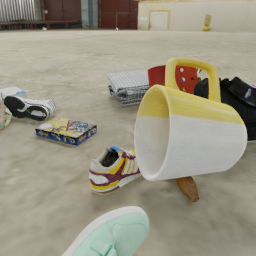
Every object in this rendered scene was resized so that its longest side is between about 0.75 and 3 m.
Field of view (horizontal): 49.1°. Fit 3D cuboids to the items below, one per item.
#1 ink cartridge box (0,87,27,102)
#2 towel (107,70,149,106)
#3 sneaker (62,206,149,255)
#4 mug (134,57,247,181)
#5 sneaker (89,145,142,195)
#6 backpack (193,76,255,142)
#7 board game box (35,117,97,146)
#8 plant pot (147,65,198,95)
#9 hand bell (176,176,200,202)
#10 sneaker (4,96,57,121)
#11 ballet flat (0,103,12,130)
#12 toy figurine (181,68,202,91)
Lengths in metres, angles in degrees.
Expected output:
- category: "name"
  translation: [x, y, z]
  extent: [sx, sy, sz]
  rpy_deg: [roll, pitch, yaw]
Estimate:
- category: "ink cartridge box"
  translation: [-5.580, -1.549, 13.497]
  extent: [0.917, 0.529, 1.264]
  rpy_deg: [-20, 31, -37]
- category: "towel"
  translation: [0.438, -1.911, 13.628]
  extent: [2.647, 1.133, 2.192]
  rpy_deg: [-9, 31, -16]
- category: "sneaker"
  translation: [-0.350, 2.436, 3.959]
  extent: [3.006, 1.106, 1.773]
  rpy_deg: [-31, 32, -34]
- category: "mug"
  translation: [1.610, -0.045, 6.664]
  extent: [2.245, 2.735, 2.190]
  rpy_deg: [5, 28, -17]
- category: "sneaker"
  translation: [-0.102, 0.864, 7.554]
  extent: [0.858, 1.032, 2.291]
  rpy_deg: [17, 29, 32]
- category: "backpack"
  translation: [3.604, -0.583, 9.372]
  extent: [2.944, 2.457, 1.863]
  rpy_deg: [-2, 20, -18]
- category: "board game box"
  translation: [-2.225, 0.081, 10.158]
  extent: [1.830, 0.317, 1.240]
  rpy_deg: [12, 27, 25]
- category: "plant pot"
  translation: [2.025, -1.847, 11.872]
  extent: [1.880, 1.882, 1.659]
  rpy_deg: [-6, -3, -12]
- category: "hand bell"
  translation: [1.255, 0.937, 7.634]
  extent: [1.346, 1.346, 2.586]
  rpy_deg: [-7, 36, -15]
- category: "sneaker"
  translation: [-4.050, -0.885, 11.943]
  extent: [2.262, 0.853, 1.301]
  rpy_deg: [17, 19, 17]
- category: "ballet flat"
  translation: [-4.979, -0.428, 11.116]
  extent: [0.633, 0.641, 1.882]
  rpy_deg: [15, 25, -20]
- category: "toy figurine"
  translation: [2.540, -2.814, 14.884]
  extent: [1.757, 1.547, 2.933]
  rpy_deg: [25, 31, 34]
